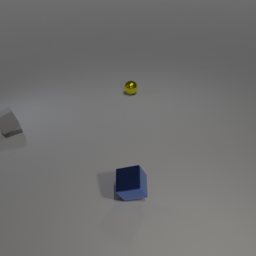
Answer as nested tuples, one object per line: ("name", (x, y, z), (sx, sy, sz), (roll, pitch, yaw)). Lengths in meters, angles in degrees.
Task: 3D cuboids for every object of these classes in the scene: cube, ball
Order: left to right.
("cube", (-4.702, -0.288, 10.834), (0.700, 0.700, 0.700), (-32, 32, -16))
("ball", (0.148, -2.059, 14.227), (0.700, 0.700, 0.700), (0, 31, 0))
("cube", (0.103, 1.528, 7.757), (0.700, 0.700, 0.700), (-12, 54, 16))
